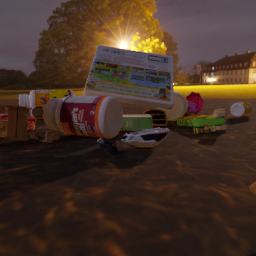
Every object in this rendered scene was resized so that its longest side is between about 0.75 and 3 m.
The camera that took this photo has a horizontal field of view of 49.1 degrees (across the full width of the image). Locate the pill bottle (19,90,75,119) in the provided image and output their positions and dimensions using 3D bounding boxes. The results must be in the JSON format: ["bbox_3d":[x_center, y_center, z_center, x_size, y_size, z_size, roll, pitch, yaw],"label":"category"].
[{"bbox_3d":[-3.833,-1.124,13.371,2.503,1.367,1.367,-3,8,-18],"label":"pill bottle"}]

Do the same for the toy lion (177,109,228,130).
[{"bbox_3d":[2.759,-0.296,10.562,1.852,0.663,1.932,-5,6,18],"label":"toy lion"}]

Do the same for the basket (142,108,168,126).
[{"bbox_3d":[1.046,-0.430,10.930,0.924,0.659,0.688,-1,7,-3],"label":"basket"}]

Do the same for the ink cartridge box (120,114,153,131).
[{"bbox_3d":[-0.003,-0.204,9.868,1.668,0.495,0.866,0,8,-1],"label":"ink cartridge box"}]

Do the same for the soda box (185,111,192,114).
[{"bbox_3d":[2.870,-1.035,16.010,1.490,0.477,0.505,-2,7,-9],"label":"soda box"}]

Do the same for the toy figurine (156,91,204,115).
[{"bbox_3d":[2.832,-1.325,14.874,2.433,1.985,2.644,9,30,0],"label":"toy figurine"}]

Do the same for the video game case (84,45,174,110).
[{"bbox_3d":[0.147,-1.905,10.072,2.995,0.343,2.725,9,49,-1],"label":"video game case"}]

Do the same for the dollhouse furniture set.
[{"bbox_3d":[-2.785,-0.125,7.685,1.775,0.920,0.786,5,3,15],"label":"dollhouse furniture set"}]

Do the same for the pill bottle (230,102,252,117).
[{"bbox_3d":[5.923,-0.963,14.518,0.740,0.740,1.355,7,11,42],"label":"pill bottle"}]

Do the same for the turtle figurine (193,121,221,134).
[{"bbox_3d":[2.477,0.034,8.888,0.741,0.296,0.919,-9,19,-6],"label":"turtle figurine"}]

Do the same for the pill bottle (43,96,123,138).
[{"bbox_3d":[-1.369,-0.364,8.401,2.213,1.212,1.212,4,9,26],"label":"pill bottle"}]

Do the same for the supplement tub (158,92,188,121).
[{"bbox_3d":[2.039,-0.990,12.715,1.284,1.284,1.767,2,8,15],"label":"supplement tub"}]

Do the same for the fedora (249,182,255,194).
[{"bbox_3d":[1.749,0.816,3.083,0.788,0.321,0.788,2,8,0],"label":"fedora"}]

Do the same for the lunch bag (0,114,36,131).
[{"bbox_3d":[-3.854,-0.178,9.543,1.314,0.538,1.157,8,5,18],"label":"lunch bag"}]

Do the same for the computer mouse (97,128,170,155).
[{"bbox_3d":[0.207,0.315,6.649,1.804,0.396,0.989,-10,6,-23],"label":"computer mouse"}]
